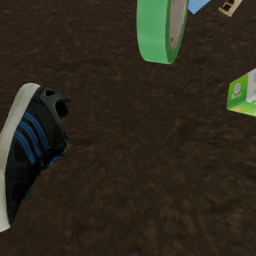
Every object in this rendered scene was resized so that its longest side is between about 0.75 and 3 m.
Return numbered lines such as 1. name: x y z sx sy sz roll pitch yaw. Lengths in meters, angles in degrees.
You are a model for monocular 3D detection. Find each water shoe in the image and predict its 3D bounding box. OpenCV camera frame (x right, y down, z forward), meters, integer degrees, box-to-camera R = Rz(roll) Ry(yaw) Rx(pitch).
1. water shoe: -1.212 0.244 3.734 0.864 0.783 2.189 9 53 -13

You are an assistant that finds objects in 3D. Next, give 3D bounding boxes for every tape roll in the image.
1. tape roll: 0.795 -2.502 5.695 0.556 2.315 2.315 11 56 16

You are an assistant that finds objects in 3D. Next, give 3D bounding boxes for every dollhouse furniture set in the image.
1. dollhouse furniture set: 1.802 -2.636 5.402 0.811 0.538 0.710 21 30 -23

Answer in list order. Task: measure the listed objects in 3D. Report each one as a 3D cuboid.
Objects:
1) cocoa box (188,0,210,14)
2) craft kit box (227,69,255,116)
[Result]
1. cocoa box: 2.151 -4.613 7.902 1.322 2.014 1.343 27 43 -36
2. craft kit box: 3.606 -0.574 4.389 2.868 2.832 0.696 12 75 -10
